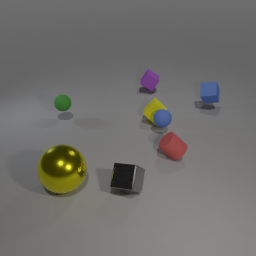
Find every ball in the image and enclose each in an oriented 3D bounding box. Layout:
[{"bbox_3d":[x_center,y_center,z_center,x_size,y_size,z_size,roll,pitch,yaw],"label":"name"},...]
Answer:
[{"bbox_3d":[-1.882,1.167,8.042,1.400,1.400,1.400,0,30,0],"label":"ball"},{"bbox_3d":[-2.693,-1.034,11.564,0.700,0.700,0.700,0,30,0],"label":"ball"},{"bbox_3d":[1.327,-0.373,10.741,0.700,0.700,0.700,0,30,0],"label":"ball"}]

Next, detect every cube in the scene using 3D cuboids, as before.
[{"bbox_3d":[1.116,-2.448,14.287,0.700,0.700,0.700,29,29,-14],"label":"cube"},{"bbox_3d":[0.002,1.418,7.949,0.700,0.700,0.700,2,-16,26],"label":"cube"},{"bbox_3d":[3.674,-1.577,12.535,0.700,0.700,0.700,-2,67,28],"label":"cube"},{"bbox_3d":[1.128,-0.700,11.584,0.700,0.700,0.700,41,20,-11],"label":"cube"}]

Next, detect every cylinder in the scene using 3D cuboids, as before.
[{"bbox_3d":[1.513,0.605,9.437,0.700,0.700,0.700,41,26,-17],"label":"cylinder"}]
